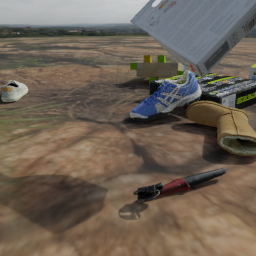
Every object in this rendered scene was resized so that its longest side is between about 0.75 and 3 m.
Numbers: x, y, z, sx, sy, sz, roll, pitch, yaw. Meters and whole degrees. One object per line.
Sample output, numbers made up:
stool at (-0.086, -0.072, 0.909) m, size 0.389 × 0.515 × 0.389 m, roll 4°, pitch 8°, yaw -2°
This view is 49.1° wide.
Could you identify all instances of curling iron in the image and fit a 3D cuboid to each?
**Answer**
curling iron at (0.911, 0.906, 4.517) m, size 1.782 × 0.228 × 0.442 m, roll -7°, pitch -15°, yaw -27°

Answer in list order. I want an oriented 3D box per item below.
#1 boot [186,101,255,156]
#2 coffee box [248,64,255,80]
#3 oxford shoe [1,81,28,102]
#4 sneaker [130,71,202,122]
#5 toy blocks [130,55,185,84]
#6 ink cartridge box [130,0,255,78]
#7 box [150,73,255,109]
boot at (2.154, -0.060, 6.545) m, size 1.654 × 0.624 × 1.888 m, roll 5°, pitch 23°, yaw 13°
coffee box at (5.062, -1.771, 10.309) m, size 1.044 × 1.034 × 1.045 m, roll 14°, pitch 25°, yaw 31°
oxford shoe at (-4.104, -1.450, 10.135) m, size 0.772 × 0.593 × 2.053 m, roll -6°, pitch 20°, yaw -7°
sneaker at (0.995, -0.886, 7.878) m, size 2.185 × 0.841 × 0.827 m, roll -27°, pitch 29°, yaw -10°
toy blocks at (1.527, -2.543, 12.451) m, size 2.419 × 1.209 × 1.653 m, roll 6°, pitch 10°, yaw 23°
ink cartridge box at (1.314, -2.231, 5.563) m, size 0.562 × 1.817 × 2.241 m, roll 39°, pitch 7°, yaw -48°
box at (2.740, -1.310, 9.661) m, size 2.929 × 0.696 × 2.829 m, roll -19°, pitch 26°, yaw -38°
